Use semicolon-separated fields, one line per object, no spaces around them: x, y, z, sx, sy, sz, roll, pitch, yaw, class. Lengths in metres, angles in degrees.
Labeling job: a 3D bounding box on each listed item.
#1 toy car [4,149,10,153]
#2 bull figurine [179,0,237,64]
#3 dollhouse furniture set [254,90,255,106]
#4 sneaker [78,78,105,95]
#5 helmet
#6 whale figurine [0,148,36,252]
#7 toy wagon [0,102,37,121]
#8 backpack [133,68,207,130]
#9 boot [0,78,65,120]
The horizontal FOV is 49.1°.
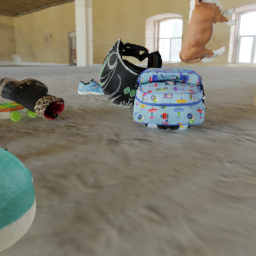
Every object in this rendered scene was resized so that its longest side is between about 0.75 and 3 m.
-2.539;0.613;5.252;0.494;0.335;1.006;18;6;-20;toy car
2.414;-3.139;8.573;1.527;2.515;0.819;9;37;-8;bull figurine
6.280;-1.616;11.309;2.093;1.483;2.279;4;16;15;dollhouse furniture set
-1.673;-2.153;14.532;1.842;0.828;0.722;-2;15;-9;sneaker
0.033;-2.007;10.966;2.513;2.513;2.396;-9;-26;-29;helmet
-2.100;0.656;3.466;1.815;1.184;2.281;-11;19;-36;whale figurine
-4.133;-0.529;9.370;1.554;0.396;2.003;9;17;30;toy wagon
1.208;-0.872;8.314;2.233;1.646;2.446;3;17;10;backpack
-2.984;-1.005;9.512;1.821;0.885;2.418;26;9;12;boot
